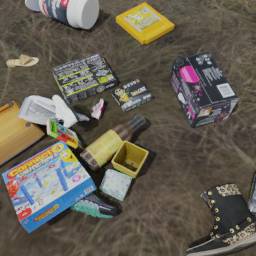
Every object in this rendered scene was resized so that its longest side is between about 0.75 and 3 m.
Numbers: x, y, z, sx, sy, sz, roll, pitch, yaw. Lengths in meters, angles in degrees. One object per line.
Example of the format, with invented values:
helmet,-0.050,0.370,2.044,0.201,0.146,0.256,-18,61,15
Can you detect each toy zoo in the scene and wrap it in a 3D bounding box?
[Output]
toy zoo,-2.415,0.252,10.693,0.151,1.472,0.966,-49,32,15

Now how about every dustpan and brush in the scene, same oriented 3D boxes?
dustpan and brush,-2.956,-0.634,11.586,2.686,0.769,1.875,24,25,-20

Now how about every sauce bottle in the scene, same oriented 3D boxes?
sauce bottle,-0.498,0.471,10.844,2.821,0.913,0.913,-38,66,-15

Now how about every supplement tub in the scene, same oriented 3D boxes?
supplement tub,-3.055,-6.387,14.576,2.664,1.869,1.869,25,62,15

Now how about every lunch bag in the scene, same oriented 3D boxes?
lunch bag,-0.462,2.034,10.170,0.996,0.607,0.849,21,62,6

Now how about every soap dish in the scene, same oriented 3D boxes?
soap dish,-4.915,0.194,11.047,2.500,1.016,1.967,-36,65,-19

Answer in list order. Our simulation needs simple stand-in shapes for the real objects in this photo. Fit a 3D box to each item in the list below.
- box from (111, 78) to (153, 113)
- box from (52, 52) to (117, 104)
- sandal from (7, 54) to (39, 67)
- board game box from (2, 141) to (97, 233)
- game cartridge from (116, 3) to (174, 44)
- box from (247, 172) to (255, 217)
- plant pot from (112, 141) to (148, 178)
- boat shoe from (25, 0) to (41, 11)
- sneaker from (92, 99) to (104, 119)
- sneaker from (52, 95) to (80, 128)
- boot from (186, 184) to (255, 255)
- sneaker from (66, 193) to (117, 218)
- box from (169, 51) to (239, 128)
box,0.174,-1.460,12.446,1.483,0.364,1.195,-26,65,-15
box,-2.017,-2.315,12.868,2.424,0.537,1.942,-24,62,-14
sandal,-5.121,-3.293,13.489,1.508,0.496,0.553,-9,59,-5
board game box,-2.787,1.860,9.725,2.516,0.703,2.463,-31,43,-18
game cartridge,0.903,-5.624,14.984,2.136,0.393,2.423,-34,63,-19
box,4.917,2.508,9.583,1.410,0.390,1.760,15,81,15
plant pot,0.073,1.276,10.378,1.005,1.028,0.999,26,62,14
boat shoe,-4.408,-7.420,15.768,2.860,1.000,0.947,-24,55,-15
sneaker,-1.305,-0.855,12.050,0.441,0.406,0.999,11,59,4
sneaker,-2.499,-0.659,10.610,0.686,0.587,1.575,-42,61,1
boot,2.945,3.108,9.280,2.685,0.982,2.021,-18,56,-1
sneaker,-1.424,2.419,9.815,2.309,0.859,1.011,11,54,7
box,3.097,-1.635,11.865,1.780,1.546,2.695,-14,61,-10
